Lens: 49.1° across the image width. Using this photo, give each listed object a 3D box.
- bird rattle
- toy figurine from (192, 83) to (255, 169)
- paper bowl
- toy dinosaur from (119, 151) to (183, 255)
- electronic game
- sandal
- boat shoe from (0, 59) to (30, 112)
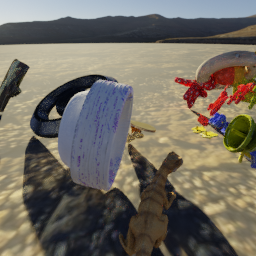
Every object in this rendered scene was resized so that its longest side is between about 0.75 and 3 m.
[{"bbox_3d":[2.994,-1.739,8.967,2.929,1.650,2.388,3,-20,3],"label":"bird rattle"},{"bbox_3d":[2.528,0.130,5.547,1.582,1.393,2.641,38,4,-6],"label":"toy figurine"},{"bbox_3d":[-0.557,0.088,4.905,0.967,1.859,1.859,11,22,7],"label":"paper bowl"},{"bbox_3d":[0.208,1.205,3.258,0.643,1.131,2.129,13,49,5],"label":"toy dinosaur"},{"bbox_3d":[-1.497,-0.683,7.870,2.727,0.567,2.727,-17,35,12],"label":"electronic game"},{"bbox_3d":[0.030,0.059,7.029,0.669,0.600,1.824,8,13,-35],"label":"sandal"},{"bbox_3d":[-3.836,-1.336,9.293,0.616,1.873,0.669,22,0,-11],"label":"boat shoe"}]
